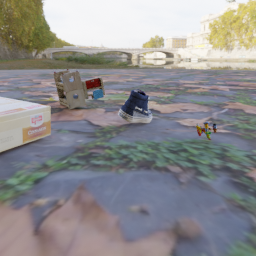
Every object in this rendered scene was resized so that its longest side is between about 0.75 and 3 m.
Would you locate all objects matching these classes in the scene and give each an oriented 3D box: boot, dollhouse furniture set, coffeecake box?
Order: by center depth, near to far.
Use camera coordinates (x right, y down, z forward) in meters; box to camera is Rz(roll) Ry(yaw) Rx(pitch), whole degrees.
[{"bbox_3d":[-3.257,-0.197,6.767,2.175,0.795,1.670,11,17,25],"label":"coffeecake box"},{"bbox_3d":[0.432,-0.656,8.369,0.692,0.859,1.903,33,16,16],"label":"boot"},{"bbox_3d":[-1.847,-1.804,11.712,2.008,1.407,1.415,-18,21,-25],"label":"dollhouse furniture set"}]

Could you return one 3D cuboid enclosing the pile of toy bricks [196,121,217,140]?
[{"bbox_3d":[1.977,0.111,6.951,0.429,0.382,0.773,-15,-18,27],"label":"pile of toy bricks"}]
